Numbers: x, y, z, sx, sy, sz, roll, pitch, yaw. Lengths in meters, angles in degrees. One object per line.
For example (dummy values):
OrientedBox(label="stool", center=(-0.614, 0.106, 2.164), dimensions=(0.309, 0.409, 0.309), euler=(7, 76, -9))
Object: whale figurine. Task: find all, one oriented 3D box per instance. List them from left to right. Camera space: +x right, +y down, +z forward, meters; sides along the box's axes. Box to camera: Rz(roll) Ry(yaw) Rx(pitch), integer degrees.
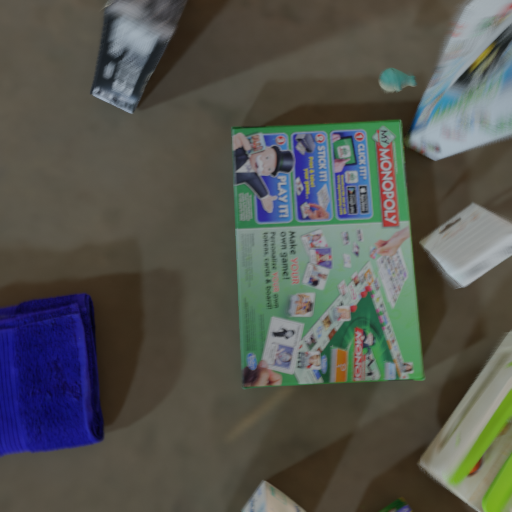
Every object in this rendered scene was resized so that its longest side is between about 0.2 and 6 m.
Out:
OrientedBox(label="whale figurine", center=(2.046, -2.556, 8.061), dimensions=(0.515, 0.267, 0.409), euler=(2, 54, 4))

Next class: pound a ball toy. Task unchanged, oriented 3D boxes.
OrientedBox(label="pound a ball toy", center=(3.446, 2.587, 7.500), dimensions=(1.751, 1.141, 2.685), euler=(38, 82, 1))

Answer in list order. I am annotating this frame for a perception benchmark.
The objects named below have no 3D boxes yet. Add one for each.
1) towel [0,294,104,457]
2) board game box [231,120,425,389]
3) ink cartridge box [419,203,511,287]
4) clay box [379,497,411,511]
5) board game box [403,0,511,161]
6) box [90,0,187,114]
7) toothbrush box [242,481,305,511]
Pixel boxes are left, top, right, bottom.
OrientedBox(label="towel", center=(-3.681, 1.753, 7.841), dimensions=(2.913, 0.722, 2.151), euler=(-8, 81, -1))
OrientedBox(label="board game box", center=(0.972, -0.056, 8.205), dimensions=(2.550, 0.552, 3.790), euler=(-2, 81, -1))
OrientedBox(label="ink cartridge box", center=(2.911, -0.176, 7.646), dimensions=(0.994, 1.235, 0.309), euler=(-36, 108, 7))
OrientedBox(label="clay box", center=(2.081, 4.343, 7.604), dimensions=(0.981, 0.406, 1.707), euler=(-32, 82, -4))
OrientedBox(label="board game box", center=(3.204, -2.626, 6.811), dimensions=(0.662, 3.827, 2.416), euler=(26, 89, -6))
OrientedBox(label="box", center=(-1.340, -3.465, 7.473), dimensions=(0.744, 2.991, 2.359), euler=(23, 81, -18))
OrientedBox(label="toothbrush box", center=(-0.155, 4.133, 7.063), dimensions=(0.900, 1.544, 2.109), euler=(37, 84, 5))
